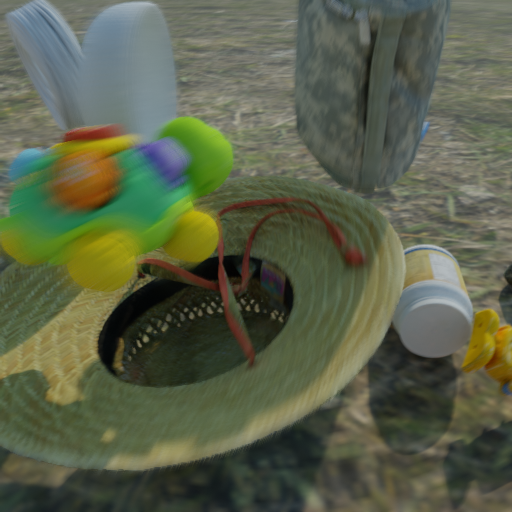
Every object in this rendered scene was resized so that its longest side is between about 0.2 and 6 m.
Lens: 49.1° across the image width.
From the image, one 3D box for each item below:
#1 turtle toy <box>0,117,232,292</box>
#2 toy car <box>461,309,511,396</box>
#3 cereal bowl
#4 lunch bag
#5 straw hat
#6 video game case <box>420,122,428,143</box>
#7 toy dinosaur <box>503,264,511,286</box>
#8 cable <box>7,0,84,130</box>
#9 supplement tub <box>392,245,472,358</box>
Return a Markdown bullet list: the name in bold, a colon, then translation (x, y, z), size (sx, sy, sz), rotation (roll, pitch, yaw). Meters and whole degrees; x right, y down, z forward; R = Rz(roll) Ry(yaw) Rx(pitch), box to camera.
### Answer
- **turtle toy**: translation (-1.055, -0.533, 4.591), size (1.549, 1.075, 2.126), rotation (12, 24, 42)
- **toy car**: translation (2.798, 1.761, 4.314), size (1.407, 2.074, 4.228), rotation (33, 41, -4)
- **cereal bowl**: translation (-1.589, -1.955, 6.728), size (0.839, 2.016, 2.016), rotation (1, 31, 6)
- **lunch bag**: translation (1.494, -2.580, 7.343), size (1.999, 2.869, 2.407), rotation (-1, 48, 3)
- **straw hat**: translation (-0.501, 0.902, 5.668), size (4.200, 1.778, 4.200), rotation (-6, 34, 4)
- **video game case**: translation (3.177, -3.227, 14.205), size (2.123, 0.189, 1.519), rotation (12, 34, 19)
- **toy dinosaur**: translation (3.974, 0.276, 8.120), size (1.589, 0.611, 0.813), rotation (-31, 31, -33)
- **cable**: translation (-3.369, -3.123, 9.322), size (0.708, 2.045, 2.045), rotation (-32, 66, -19)
- **supplement tub**: translation (2.186, 0.555, 7.121), size (0.957, 0.957, 1.323), rotation (4, 31, 7)
